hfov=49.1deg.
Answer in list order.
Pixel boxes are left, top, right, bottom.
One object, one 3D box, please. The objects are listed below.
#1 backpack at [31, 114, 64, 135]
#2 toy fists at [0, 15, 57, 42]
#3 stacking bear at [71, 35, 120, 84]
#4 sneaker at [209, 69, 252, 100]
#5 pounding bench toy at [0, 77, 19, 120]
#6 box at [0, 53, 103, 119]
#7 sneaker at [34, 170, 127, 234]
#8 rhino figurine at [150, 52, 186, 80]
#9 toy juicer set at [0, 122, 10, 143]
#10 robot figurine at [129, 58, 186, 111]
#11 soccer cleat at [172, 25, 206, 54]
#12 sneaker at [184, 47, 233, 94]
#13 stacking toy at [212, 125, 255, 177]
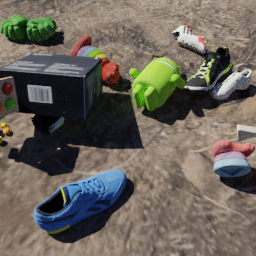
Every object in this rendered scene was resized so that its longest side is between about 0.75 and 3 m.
[{"bbox_3d":[-2.670,-0.270,9.594,0.840,0.637,1.007,37,57,14],"label":"backpack"},{"bbox_3d":[-4.748,-4.765,13.335,2.615,0.899,1.333,7,50,4],"label":"toy fists"},{"bbox_3d":[-1.193,-2.557,11.314,2.109,1.281,1.199,38,68,20],"label":"stacking bear"},{"bbox_3d":[3.950,-1.738,10.781,1.972,0.790,0.694,-26,56,-19],"label":"sneaker"},{"bbox_3d":[-3.960,-0.607,8.192,1.293,1.658,1.030,8,23,26],"label":"pounding bench toy"},{"bbox_3d":[-2.450,-1.543,9.584,2.759,1.436,2.512,6,28,6],"label":"box"},{"bbox_3d":[-1.174,1.803,7.528,2.739,1.074,0.903,-26,52,-23],"label":"sneaker"},{"bbox_3d":[1.728,-2.461,11.529,0.866,0.592,1.980,-19,54,-21],"label":"rhino figurine"},{"bbox_3d":[-4.592,-0.015,9.567,1.244,0.339,0.791,24,53,20],"label":"toy juicer set"},{"bbox_3d":[1.057,-1.665,10.331,2.032,1.340,2.317,13,49,33],"label":"robot figurine"},{"bbox_3d":[2.792,-3.976,12.815,0.917,0.739,2.153,-24,52,-4],"label":"soccer cleat"},{"bbox_3d":[3.066,-2.331,10.856,1.046,1.208,2.917,14,41,43],"label":"sneaker"},{"bbox_3d":[3.632,0.895,7.690,2.377,2.152,1.004,4,61,2],"label":"stacking toy"}]
